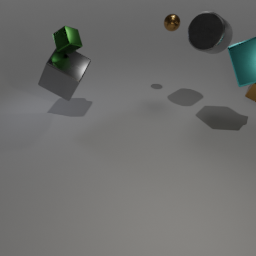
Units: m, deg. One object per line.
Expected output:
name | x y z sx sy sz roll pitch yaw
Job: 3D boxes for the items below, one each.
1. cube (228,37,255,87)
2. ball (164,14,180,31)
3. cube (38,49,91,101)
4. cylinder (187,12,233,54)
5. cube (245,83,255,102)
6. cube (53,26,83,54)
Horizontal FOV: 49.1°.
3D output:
cube | 4.380 -2.305 9.497 1.400 1.400 1.400 -15 4 32
ball | 1.861 -4.447 11.829 0.700 0.700 0.700 0 32 0
cube | -2.557 -2.245 11.298 1.400 1.400 1.400 28 51 -14
cylinder | 3.202 -3.649 10.880 1.400 1.400 1.400 19 18 28
cube | 5.018 -1.460 10.674 0.700 0.700 0.700 31 49 10
cube | -2.237 -3.254 10.396 0.700 0.700 0.700 -19 -5 32
